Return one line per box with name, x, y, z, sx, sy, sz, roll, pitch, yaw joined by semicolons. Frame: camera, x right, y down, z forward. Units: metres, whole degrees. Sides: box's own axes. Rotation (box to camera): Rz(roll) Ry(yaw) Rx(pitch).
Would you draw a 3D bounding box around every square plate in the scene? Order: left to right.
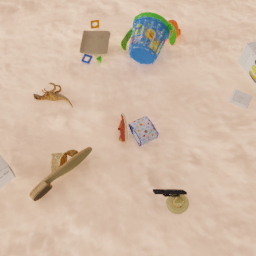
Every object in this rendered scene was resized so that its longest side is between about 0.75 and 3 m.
square plate;4.769;-1.247;11.813;0.811;0.115;0.804;28;63;16

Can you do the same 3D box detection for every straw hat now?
straw hat;1.701;2.486;9.456;0.790;0.334;0.790;0;60;0

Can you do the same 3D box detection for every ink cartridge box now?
ink cartridge box;-5.515;1.264;9.614;2.618;1.085;1.922;40;62;18

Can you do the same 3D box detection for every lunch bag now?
lunch bag;0.580;0.089;10.739;0.827;0.602;0.973;-26;70;-14

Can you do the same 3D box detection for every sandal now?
sandal;-2.516;1.292;9.800;0.869;0.968;2.641;42;72;15

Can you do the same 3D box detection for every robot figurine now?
robot figurine;2.115;-4.772;13.587;0.837;0.678;1.163;-9;57;14

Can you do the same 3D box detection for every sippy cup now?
sippy cup;0.857;-3.869;12.506;1.847;2.352;1.724;24;70;-17

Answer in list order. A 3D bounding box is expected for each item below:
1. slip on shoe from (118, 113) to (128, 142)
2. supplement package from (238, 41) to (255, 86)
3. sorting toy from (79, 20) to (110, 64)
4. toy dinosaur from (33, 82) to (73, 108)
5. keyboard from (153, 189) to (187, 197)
slip on shoe;-0.216;-0.038;10.919;0.381;0.461;1.245;-5;64;2
supplement package;5.889;-2.685;12.062;1.100;1.143;2.009;-15;60;-10
sorting toy;-1.524;-3.985;13.117;1.305;0.316;2.318;6;75;8
toy dinosaur;-3.020;-1.361;11.753;1.801;0.544;0.957;6;85;8
keyboard;1.381;2.098;9.123;1.104;0.702;0.114;2;97;-10
